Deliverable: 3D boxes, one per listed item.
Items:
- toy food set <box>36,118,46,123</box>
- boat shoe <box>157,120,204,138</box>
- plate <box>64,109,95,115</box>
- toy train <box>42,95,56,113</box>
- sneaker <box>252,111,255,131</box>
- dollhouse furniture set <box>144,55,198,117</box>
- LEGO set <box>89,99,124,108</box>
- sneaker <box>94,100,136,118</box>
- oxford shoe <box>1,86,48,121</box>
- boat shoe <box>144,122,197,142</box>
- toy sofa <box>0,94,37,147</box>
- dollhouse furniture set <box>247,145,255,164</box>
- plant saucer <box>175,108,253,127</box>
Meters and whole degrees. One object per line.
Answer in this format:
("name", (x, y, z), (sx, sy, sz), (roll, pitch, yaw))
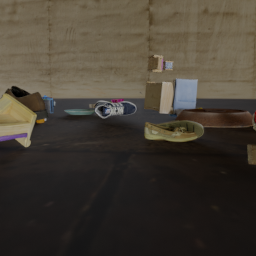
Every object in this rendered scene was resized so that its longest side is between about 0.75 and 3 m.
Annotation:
("toy food set", (-3.616, -0.647, 10.872), (0.808, 0.762, 1.693), (-2, 8, -14))
("boat shoe", (1.282, -0.001, 7.054), (1.270, 0.475, 0.434), (3, 16, 25))
("plate", (-2.395, -0.810, 14.251), (1.686, 0.215, 1.686), (-1, 7, 0))
("toy train", (-4.968, -1.229, 14.792), (2.223, 0.964, 1.270), (-2, 14, -15))
("sneaker", (4.346, -0.234, 7.161), (2.147, 0.912, 0.827), (4, 9, 30))
("dollhouse furniture set", (2.259, -1.641, 11.612), (2.641, 2.494, 1.724), (2, 9, -18))
("LEGO set", (-1.110, -0.932, 13.508), (1.879, 0.717, 0.771), (-16, 13, -42))
("sneaker", (-0.549, -0.759, 11.796), (1.793, 0.628, 0.973), (5, 18, 2))
("oxford shoe", (-3.796, -0.840, 9.330), (2.671, 1.127, 0.971), (0, 15, 25))
("boat shoe", (1.002, 0.088, 6.679), (1.281, 0.403, 0.467), (4, 8, 26))
("toy sofa", (-2.945, 0.130, 4.985), (1.001, 1.179, 2.416), (31, 20, 22))
("dollhouse furniture set", (2.086, -0.112, 3.309), (1.650, 1.037, 1.866), (9, -11, -38))
("plant saucer", (3.194, -0.428, 10.355), (2.909, 0.501, 2.909), (0, 9, 0))
